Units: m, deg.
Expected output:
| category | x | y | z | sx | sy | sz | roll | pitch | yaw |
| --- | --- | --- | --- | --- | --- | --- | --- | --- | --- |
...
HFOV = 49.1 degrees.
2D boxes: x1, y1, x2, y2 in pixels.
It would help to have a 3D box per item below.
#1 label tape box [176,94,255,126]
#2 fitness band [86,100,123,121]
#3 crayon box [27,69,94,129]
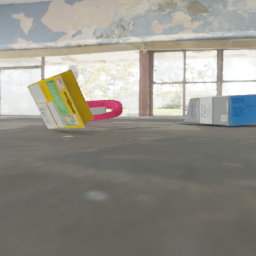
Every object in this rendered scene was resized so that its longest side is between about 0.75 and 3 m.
| category | x | y | z | sx | sy | sz | roll | pitch | yaw |
| --- | --- | --- | --- | --- | --- | --- | --- | --- | --- |
| label tape box | 3.123 | -0.627 | 9.213 | 2.010 | 0.882 | 2.787 | -5 | 5 | -22 |
| fitness band | -1.466 | -0.653 | 10.263 | 2.577 | 0.482 | 1.851 | -4 | 15 | -3 |
| crayon box | -1.278 | -0.512 | 5.397 | 0.414 | 1.009 | 1.605 | -34 | 20 | -33 |
